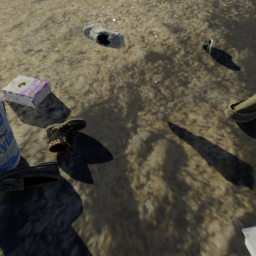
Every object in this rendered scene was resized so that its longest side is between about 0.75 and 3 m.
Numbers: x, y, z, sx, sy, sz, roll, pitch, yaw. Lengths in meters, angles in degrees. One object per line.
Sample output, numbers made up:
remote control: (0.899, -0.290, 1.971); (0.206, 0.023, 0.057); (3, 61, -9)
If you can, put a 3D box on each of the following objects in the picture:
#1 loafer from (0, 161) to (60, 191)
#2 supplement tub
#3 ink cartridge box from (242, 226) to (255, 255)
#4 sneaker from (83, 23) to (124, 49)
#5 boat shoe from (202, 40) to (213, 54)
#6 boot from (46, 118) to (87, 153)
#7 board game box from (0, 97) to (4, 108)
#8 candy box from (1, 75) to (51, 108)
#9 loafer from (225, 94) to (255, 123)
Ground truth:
loafer: (-3.040, 1.538, 8.413); (2.001, 0.719, 0.629); (-15, 51, -18)
supplement tub: (-4.435, 0.155, 8.364); (1.795, 2.721, 1.795); (0, 43, 0)
ink cartridge box: (3.607, 3.020, 7.133); (1.080, 0.220, 1.082); (-7, 43, -8)
sneaker: (-1.216, -3.933, 11.869); (2.126, 0.805, 0.978); (26, 28, 28)
boat shoe: (4.173, -4.305, 14.758); (0.494, 0.557, 1.490); (11, 43, 13)
boot: (-2.143, 0.261, 9.854); (1.491, 0.545, 1.122); (-11, 43, -6)
board game box: (-5.395, -0.917, 11.454); (0.504, 0.095, 0.980); (-20, 46, -18)
candy box: (-4.262, -1.572, 11.823); (1.524, 0.545, 1.278); (15, 45, 14)
loafer: (4.909, -0.952, 10.915); (2.502, 0.872, 0.941); (-17, 46, -17)
